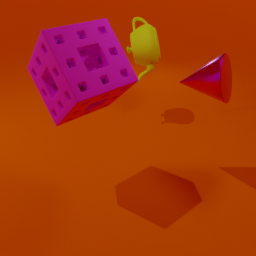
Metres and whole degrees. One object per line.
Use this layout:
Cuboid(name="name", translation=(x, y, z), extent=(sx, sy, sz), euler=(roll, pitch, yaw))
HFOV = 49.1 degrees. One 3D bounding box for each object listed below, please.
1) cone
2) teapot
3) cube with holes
Cuboid(name="cone", translation=(1.503, -0.964, 5.684), extent=(0.973, 0.970, 0.970), euler=(1, 27, 32))
Cuboid(name="teapot", translation=(0.453, -2.361, 8.394), extent=(0.970, 1.981, 1.232), euler=(-9, -2, 10))
Cuboid(name="cube with holes", translation=(-0.816, -0.933, 4.839), extent=(1.192, 1.192, 1.192), euler=(-25, -3, -33))
